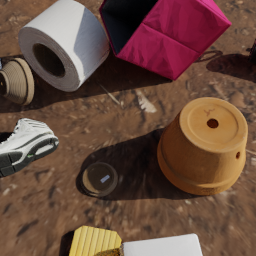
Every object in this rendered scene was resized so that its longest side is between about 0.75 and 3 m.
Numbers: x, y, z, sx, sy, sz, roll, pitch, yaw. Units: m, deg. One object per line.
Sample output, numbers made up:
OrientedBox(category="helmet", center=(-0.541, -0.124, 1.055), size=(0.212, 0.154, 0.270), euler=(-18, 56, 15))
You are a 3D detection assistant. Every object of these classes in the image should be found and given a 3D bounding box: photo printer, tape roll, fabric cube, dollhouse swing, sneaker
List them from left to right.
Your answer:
OrientedBox(category="sneaker", center=(-3.553, 0.536, 8.791), size=(2.440, 0.921, 1.404), euler=(-23, 49, -24))
OrientedBox(category="tape roll", center=(-2.236, -2.864, 9.923), size=(2.654, 2.654, 1.822), euler=(26, 60, 17))
OrientedBox(category="dollhouse swing", center=(-0.897, 3.141, 6.717), size=(1.463, 1.330, 1.286), euler=(9, 77, 6))
OrientedBox(category="fabric cube", center=(1.158, -3.940, 9.828), size=(2.924, 2.933, 2.878), euler=(13, 45, -37))
OrientedBox(category="photo printer", center=(0.906, 3.824, 6.412), size=(2.016, 0.841, 2.423), euler=(-5, 55, -4))

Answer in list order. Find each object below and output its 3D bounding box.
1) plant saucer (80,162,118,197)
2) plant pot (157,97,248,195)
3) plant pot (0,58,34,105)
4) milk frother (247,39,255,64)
OrientedBox(category="plant saucer", center=(-0.874, 1.510, 8.427), size=(1.134, 0.167, 1.134), euler=(0, 55, -1))
OrientedBox(category="plant pot", center=(2.245, 0.383, 8.173), size=(2.658, 1.861, 2.658), euler=(0, 56, 0))
OrientedBox(category="plant pot", center=(-2.911, -1.130, 7.020), size=(1.194, 1.194, 0.551), euler=(42, 37, 25))
OrientedBox(category="milk frother", center=(5.854, -3.307, 10.666), size=(1.826, 1.942, 1.753), euler=(19, 55, 12))
